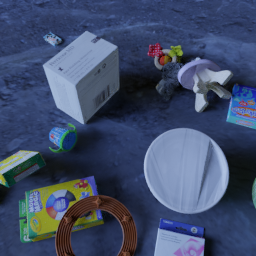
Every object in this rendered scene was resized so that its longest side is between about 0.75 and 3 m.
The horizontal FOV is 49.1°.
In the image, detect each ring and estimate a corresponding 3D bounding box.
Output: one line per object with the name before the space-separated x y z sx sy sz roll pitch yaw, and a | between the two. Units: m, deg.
ring | -0.947 3.468 8.875 2.628 0.252 2.628 5 70 -15

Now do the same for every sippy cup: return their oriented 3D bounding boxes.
sippy cup | -2.618 0.372 11.093 0.850 0.911 1.160 23 28 25

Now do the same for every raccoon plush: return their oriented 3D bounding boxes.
raccoon plush | 2.120 -2.165 12.146 1.045 2.160 1.448 29 55 -29

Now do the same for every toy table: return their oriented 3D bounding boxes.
toy table | 3.362 -1.886 11.870 2.358 2.168 1.381 -6 51 -26

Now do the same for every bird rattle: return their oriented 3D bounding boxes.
bird rattle | 1.785 -3.442 13.540 1.696 0.955 1.382 6 74 7

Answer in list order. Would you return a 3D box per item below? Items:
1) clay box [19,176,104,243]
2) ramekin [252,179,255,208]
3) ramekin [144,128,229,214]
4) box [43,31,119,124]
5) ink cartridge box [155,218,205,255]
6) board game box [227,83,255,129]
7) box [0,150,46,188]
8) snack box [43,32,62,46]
clay box | -2.363 2.774 9.599 2.799 0.666 1.608 -12 57 -9
ramekin | 5.727 2.238 9.435 2.936 1.434 2.936 -1 55 1
ramekin | 1.884 1.511 9.686 2.836 1.321 2.836 2 72 -5
box | -1.759 -2.037 11.557 1.679 2.568 2.555 32 63 19
ink cartridge box | 1.691 3.832 9.134 1.525 0.336 1.553 10 59 7
board game box | 5.196 -0.947 12.131 1.481 0.438 1.947 16 59 10
box | -4.004 1.360 9.832 1.393 0.574 2.375 -33 20 -33
snack box | -3.956 -4.656 14.686 0.865 0.160 0.502 35 64 20
